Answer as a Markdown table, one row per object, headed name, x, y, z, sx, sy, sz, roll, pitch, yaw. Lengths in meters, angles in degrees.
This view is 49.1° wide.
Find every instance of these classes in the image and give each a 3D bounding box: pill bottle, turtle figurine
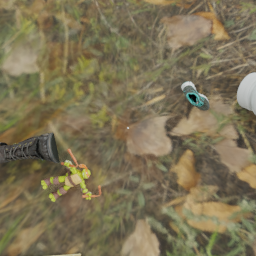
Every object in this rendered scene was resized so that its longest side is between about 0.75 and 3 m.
| name | x | y | z | sx | sy | sz | roll | pitch | yaw |
| --- | --- | --- | --- | --- | --- | --- | --- | --- | --- |
| pill bottle | 4.257 | -0.699 | 7.542 | 1.318 | 1.318 | 2.406 | -38 | 36 | -10 |
| turtle figurine | -1.592 | 1.348 | 7.582 | 1.393 | 1.727 | 0.556 | -23 | 30 | 7 |

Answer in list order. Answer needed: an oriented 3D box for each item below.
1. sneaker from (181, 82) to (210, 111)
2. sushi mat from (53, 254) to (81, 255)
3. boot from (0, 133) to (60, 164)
| name | x | y | z | sx | sy | sz | roll | pitch | yaw |
| --- | --- | --- | --- | --- | --- | --- | --- | --- | --- |
| sneaker | 2.015 | -0.825 | 8.313 | 1.189 | 0.461 | 0.542 | 36 | 34 | -26 |
| sushi mat | -2.450 | 4.006 | 7.251 | 2.596 | 0.157 | 1.242 | -3 | 68 | -1 |
| boot | -2.880 | 0.686 | 7.185 | 1.998 | 2.295 | 0.795 | -12 | 95 | -21 |
